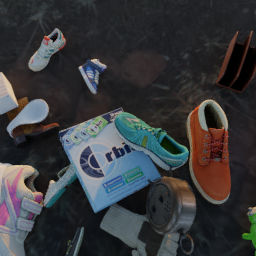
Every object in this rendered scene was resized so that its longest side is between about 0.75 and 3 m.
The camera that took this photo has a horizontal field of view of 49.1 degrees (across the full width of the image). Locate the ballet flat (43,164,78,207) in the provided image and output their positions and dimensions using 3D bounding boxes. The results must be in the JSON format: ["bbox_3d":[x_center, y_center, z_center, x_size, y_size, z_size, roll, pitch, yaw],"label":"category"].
[{"bbox_3d":[-1.949,1.595,8.213,0.568,0.568,1.582,39,68,11],"label":"ballet flat"}]

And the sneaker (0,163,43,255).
[{"bbox_3d":[-2.979,2.253,7.640,1.267,1.168,2.872,-10,73,-1],"label":"sneaker"}]

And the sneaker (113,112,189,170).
[{"bbox_3d":[0.678,0.233,7.937,2.365,0.942,0.917,33,58,1],"label":"sneaker"}]

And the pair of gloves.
[{"bbox_3d":[0.085,3.582,7.588,2.210,0.456,2.599,19,71,6],"label":"pair of gloves"}]

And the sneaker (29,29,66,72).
[{"bbox_3d":[-2.798,-2.675,9.418,0.585,0.777,1.661,37,75,10],"label":"sneaker"}]

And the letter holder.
[{"bbox_3d":[3.701,-2.281,9.029,0.906,1.281,1.802,21,74,7],"label":"letter holder"}]

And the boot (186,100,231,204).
[{"bbox_3d":[2.365,0.662,7.964,1.098,1.568,2.925,-8,74,-4],"label":"boot"}]

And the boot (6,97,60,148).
[{"bbox_3d":[-3.047,-0.297,8.918,1.457,0.530,1.547,-25,66,0],"label":"boot"}]

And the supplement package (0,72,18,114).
[{"bbox_3d":[-4.002,-1.097,8.829,0.613,0.636,1.119,-27,55,-8],"label":"supplement package"}]

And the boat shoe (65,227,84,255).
[{"bbox_3d":[-1.519,3.296,7.682,0.358,0.424,1.190,14,77,7],"label":"boat shoe"}]

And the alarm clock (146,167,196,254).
[{"bbox_3d":[1.115,2.167,7.183,0.719,1.458,2.161,11,34,-31],"label":"alarm clock"}]

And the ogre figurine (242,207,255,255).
[{"bbox_3d":[3.897,2.958,7.557,1.258,1.030,2.099,6,87,-17],"label":"ogre figurine"}]

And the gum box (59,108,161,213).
[{"bbox_3d":[-0.550,0.853,8.181,2.082,0.546,2.451,-23,72,-21],"label":"gum box"}]

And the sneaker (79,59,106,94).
[{"bbox_3d":[-1.043,-1.770,9.286,0.855,0.471,1.168,-28,69,-4],"label":"sneaker"}]

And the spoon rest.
[{"bbox_3d":[-3.122,-0.289,8.661,1.524,0.462,0.757,-39,72,1],"label":"spoon rest"}]
